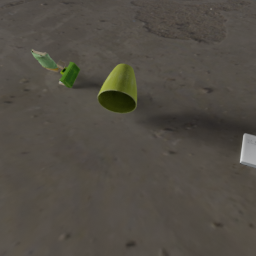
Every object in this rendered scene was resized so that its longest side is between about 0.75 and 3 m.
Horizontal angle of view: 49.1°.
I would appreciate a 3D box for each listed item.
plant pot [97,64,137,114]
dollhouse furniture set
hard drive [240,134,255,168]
[{"bbox_3d":[-0.222,-1.348,8.953,1.238,1.238,1.324,8,61,7],"label":"plant pot"},{"bbox_3d":[-2.730,-2.096,10.196,2.042,1.021,0.788,20,77,27],"label":"dollhouse furniture set"},{"bbox_3d":[3.728,0.683,8.182,0.750,0.149,1.138,16,49,14],"label":"hard drive"}]
